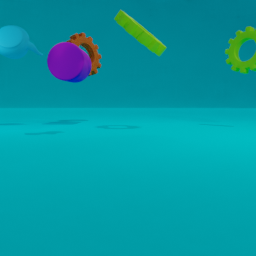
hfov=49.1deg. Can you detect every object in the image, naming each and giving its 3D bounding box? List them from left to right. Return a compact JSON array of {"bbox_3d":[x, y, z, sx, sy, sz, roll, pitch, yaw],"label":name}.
[{"bbox_3d":[-3.785,-2.795,9.399,1.823,1.134,0.893,13,-20,-1],"label":"teapot"},{"bbox_3d":[-2.111,-2.358,10.268,1.318,1.318,1.318,0,6,4],"label":"cylinder"},{"bbox_3d":[-1.890,-3.147,12.078,0.337,1.820,1.820,-10,-2,37],"label":"gear"},{"bbox_3d":[0.364,-2.688,7.963,1.646,0.304,1.646,35,20,-14],"label":"gear"},{"bbox_3d":[3.819,-2.483,8.978,0.263,1.425,1.425,2,2,-38],"label":"gear"}]
